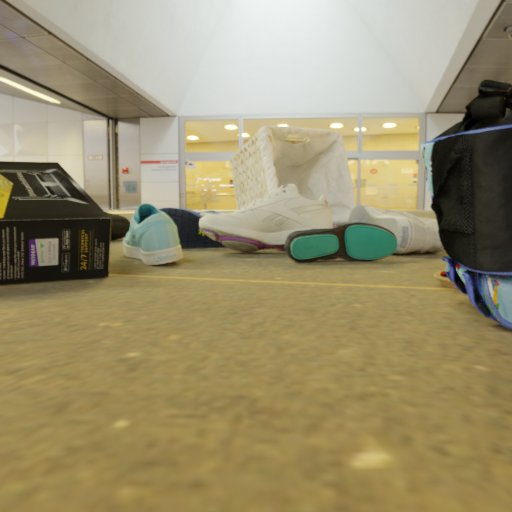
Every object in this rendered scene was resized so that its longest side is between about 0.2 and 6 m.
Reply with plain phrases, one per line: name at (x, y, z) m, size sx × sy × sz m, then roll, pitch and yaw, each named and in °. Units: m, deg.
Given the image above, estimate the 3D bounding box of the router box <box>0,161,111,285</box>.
router box at (-4.209, -0.656, 8.715) m, size 2.930 × 0.973 × 3.727 m, roll -3°, pitch 22°, yaw -30°

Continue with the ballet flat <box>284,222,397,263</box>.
ballet flat at (1.510, -0.254, 10.290) m, size 2.104 × 0.769 × 0.769 m, roll -4°, pitch 7°, yaw -11°

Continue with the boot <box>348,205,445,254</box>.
boot at (3.083, -0.499, 12.304) m, size 1.322 × 1.018 × 2.767 m, roll 6°, pitch 11°, yaw -15°

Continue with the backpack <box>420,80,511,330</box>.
backpack at (3.293, -0.681, 6.054) m, size 3.010 × 2.218 × 3.297 m, roll -5°, pitch 8°, yaw 7°

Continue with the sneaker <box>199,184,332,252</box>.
sneaker at (0.223, -0.792, 11.644) m, size 2.822 × 1.406 × 1.056 m, roll 2°, pitch -13°, yaw -11°

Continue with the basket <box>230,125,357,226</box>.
basket at (0.870, -1.720, 14.041) m, size 2.488 × 2.511 × 2.019 m, roll -4°, pitch -9°, yaw -33°

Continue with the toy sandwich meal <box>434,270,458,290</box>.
toy sandwich meal at (3.119, 0.146, 7.438) m, size 1.497 × 0.513 × 1.497 m, roll 0°, pitch 6°, yaw 0°

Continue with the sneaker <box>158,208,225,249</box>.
sneaker at (-1.334, -0.655, 13.156) m, size 2.428 × 0.898 × 0.999 m, roll 7°, pitch 11°, yaw -22°

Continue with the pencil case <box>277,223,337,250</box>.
pencil case at (1.134, -0.445, 12.596) m, size 1.517 × 0.628 × 0.656 m, roll -3°, pitch 44°, yaw -25°

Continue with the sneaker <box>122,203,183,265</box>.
sneaker at (-1.971, -0.492, 10.526) m, size 0.938 × 1.040 × 2.538 m, roll -11°, pitch 10°, yaw -26°

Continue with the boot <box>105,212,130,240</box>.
boot at (-5.300, -0.929, 15.096) m, size 3.491 × 1.352 × 2.415 m, roll 18°, pitch 9°, yaw 27°
